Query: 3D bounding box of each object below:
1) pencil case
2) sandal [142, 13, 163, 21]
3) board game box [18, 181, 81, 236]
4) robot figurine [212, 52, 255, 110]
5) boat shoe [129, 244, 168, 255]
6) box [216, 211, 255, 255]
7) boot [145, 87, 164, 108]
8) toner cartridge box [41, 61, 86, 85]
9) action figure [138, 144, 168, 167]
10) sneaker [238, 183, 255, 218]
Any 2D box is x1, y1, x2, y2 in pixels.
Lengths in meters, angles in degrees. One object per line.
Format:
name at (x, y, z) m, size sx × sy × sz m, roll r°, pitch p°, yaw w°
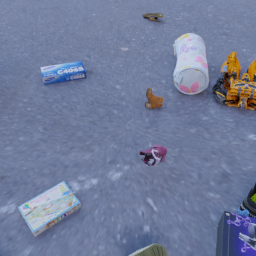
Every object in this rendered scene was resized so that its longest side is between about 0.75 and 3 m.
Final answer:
pencil case at (2.378, -2.526, 10.733) m, size 1.294 × 1.186 × 2.853 m, roll 25°, pitch 42°, yaw -15°
sandal at (1.373, -6.048, 15.286) m, size 0.563 × 0.378 × 1.401 m, roll -30°, pitch 36°, yaw -36°
board game box at (-1.863, 1.891, 6.702) m, size 1.217 × 0.208 × 0.818 m, roll -28°, pitch 50°, yaw -27°
robot figurine at (4.197, -1.715, 10.163) m, size 2.092 × 0.840 × 2.885 m, roll 10°, pitch 44°, yaw 14°
boat shoe at (0.324, 2.523, 5.452) m, size 1.108 × 0.379 × 0.414 m, roll 13°, pitch 57°, yaw -44°
box at (2.386, 2.672, 5.523) m, size 1.223 × 0.683 × 1.733 m, roll 9°, pitch 43°, yaw 14°
boot at (0.913, -1.024, 9.444) m, size 0.618 × 0.798 × 0.294 m, roll -1°, pitch 42°, yaw -8°
toner cartridge box at (-2.535, -2.179, 11.025) m, size 1.653 × 0.357 × 0.785 m, roll -13°, pitch 44°, yaw -13°
action figure at (0.720, 0.598, 7.035) m, size 0.907 × 0.675 × 0.607 m, roll -19°, pitch 70°, yaw -39°
sneaker at (3.436, 1.508, 6.660) m, size 1.991 × 0.825 × 0.706 m, roll -28°, pitch 51°, yaw -27°
